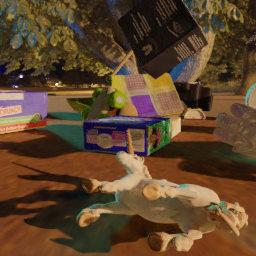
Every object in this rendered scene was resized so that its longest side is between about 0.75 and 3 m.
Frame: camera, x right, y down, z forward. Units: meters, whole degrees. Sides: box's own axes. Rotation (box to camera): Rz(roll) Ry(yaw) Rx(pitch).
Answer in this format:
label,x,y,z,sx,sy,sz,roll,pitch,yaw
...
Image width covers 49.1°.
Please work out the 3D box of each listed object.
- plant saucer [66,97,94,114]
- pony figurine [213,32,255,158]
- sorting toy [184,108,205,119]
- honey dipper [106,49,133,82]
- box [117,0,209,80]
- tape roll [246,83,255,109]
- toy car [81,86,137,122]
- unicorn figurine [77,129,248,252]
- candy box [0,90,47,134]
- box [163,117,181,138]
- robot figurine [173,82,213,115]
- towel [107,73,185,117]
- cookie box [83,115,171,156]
label,x,y,z,sx,sy,sz,roll,pitch,yaw
plant saucer,-1.082,-0.730,10.845,1.936,0.464,1.933,21,18,32
pony figurine,3.048,-0.445,3.899,2.875,2.480,2.978,26,-10,6
sorting toy,2.540,-0.488,10.830,0.779,0.416,0.701,1,-11,6
honey dipper,-0.086,-2.877,11.634,0.466,2.451,0.466,38,12,-10
box,1.043,-2.974,8.681,2.026,1.993,1.190,-32,-23,20
tape roll,5.020,-0.986,9.957,1.503,1.503,1.032,3,8,18
toy car,-0.229,-0.279,7.735,1.607,1.268,1.320,29,-4,-31
unicorn figurine,0.176,0.567,2.482,1.747,0.645,1.200,24,11,36
candy box,-4.186,-0.504,7.807,2.953,1.137,2.497,4,7,30
box,0.992,-0.026,7.039,0.490,0.401,1.032,3,9,20
robot figurine,2.399,-1.229,12.021,2.333,1.753,1.456,4,25,24
towel,0.690,-1.226,10.529,2.755,1.979,0.314,-6,-21,-22
cookie box,0.058,0.093,5.575,1.301,0.571,1.521,4,9,24
